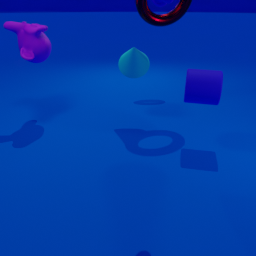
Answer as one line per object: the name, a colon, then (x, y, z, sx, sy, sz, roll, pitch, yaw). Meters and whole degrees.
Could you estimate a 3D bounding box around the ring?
ring: (1.042, -3.725, 7.950, 1.723, 1.723, 0.345, -6, 45, -12)

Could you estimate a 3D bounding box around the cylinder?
cylinder: (1.865, -1.025, 6.999, 0.848, 0.848, 0.848, 6, 26, 11)

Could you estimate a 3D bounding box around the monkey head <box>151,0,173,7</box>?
monkey head: (0.411, -2.292, 3.929, 0.982, 1.366, 0.823, 2, 46, -2)

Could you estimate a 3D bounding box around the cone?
cone: (0.170, -2.069, 8.081, 0.949, 0.949, 0.953, 1, -16, 2)

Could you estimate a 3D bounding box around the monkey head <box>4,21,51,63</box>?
monkey head: (-2.951, -2.521, 8.256, 1.336, 1.119, 1.857, 8, 19, -10)
